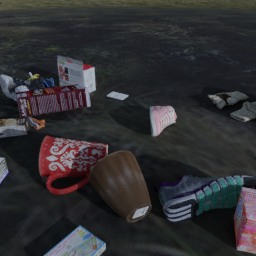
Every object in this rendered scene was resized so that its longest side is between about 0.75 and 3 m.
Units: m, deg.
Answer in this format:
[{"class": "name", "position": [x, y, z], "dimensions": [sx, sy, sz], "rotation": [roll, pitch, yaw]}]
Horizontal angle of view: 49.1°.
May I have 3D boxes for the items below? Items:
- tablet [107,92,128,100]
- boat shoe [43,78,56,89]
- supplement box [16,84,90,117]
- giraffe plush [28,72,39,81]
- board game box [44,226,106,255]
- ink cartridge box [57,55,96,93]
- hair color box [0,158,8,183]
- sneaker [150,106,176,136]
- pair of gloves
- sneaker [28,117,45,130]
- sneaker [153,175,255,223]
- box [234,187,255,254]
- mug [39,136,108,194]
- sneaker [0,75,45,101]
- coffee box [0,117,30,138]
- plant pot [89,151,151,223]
[{"class": "tablet", "position": [-0.508, -1.577, 13.637], "dimensions": [0.921, 0.063, 0.599], "rotation": [16, 34, 27]}, {"class": "boat shoe", "position": [-4.050, -2.298, 14.269], "dimensions": [0.575, 0.705, 1.675], "rotation": [-18, 37, -24]}, {"class": "supplement box", "position": [-3.192, -1.219, 11.927], "dimensions": [2.844, 0.866, 1.548], "rotation": [-12, 19, -20]}, {"class": "giraffe plush", "position": [-4.811, -2.309, 14.331], "dimensions": [0.848, 0.982, 0.796], "rotation": [-12, 3, -13]}, {"class": "board game box", "position": [-1.184, 2.718, 5.973], "dimensions": [0.821, 0.209, 1.221], "rotation": [22, 37, 33]}, {"class": "ink cartridge box", "position": [-2.607, -2.780, 14.114], "dimensions": [1.904, 1.672, 0.799], "rotation": [21, 36, 31]}, {"class": "hair color box", "position": [-4.589, 1.320, 8.041], "dimensions": [1.857, 0.602, 1.015], "rotation": [1, 29, 5]}, {"class": "sneaker", "position": [1.363, -0.347, 10.772], "dimensions": [1.043, 0.751, 1.995], "rotation": [-2, 25, 7]}, {"class": "pair of gloves", "position": [5.002, -1.086, 12.416], "dimensions": [2.079, 0.429, 2.444], "rotation": [-13, 33, -22]}, {"class": "sneaker", "position": [-3.583, -0.222, 11.071], "dimensions": [0.854, 0.331, 0.478], "rotation": [35, 40, 30]}, {"class": "sneaker", "position": [2.028, 1.492, 7.296], "dimensions": [2.677, 0.996, 1.172], "rotation": [-10, 33, -16]}, {"class": "box", "position": [3.507, 2.150, 6.109], "dimensions": [2.081, 1.068, 0.985], "rotation": [8, 31, 12]}, {"class": "mug", "position": [-1.552, 1.093, 8.226], "dimensions": [1.815, 1.611, 1.211], "rotation": [4, -6, -1]}, {"class": "sneaker", "position": [-4.958, -1.982, 13.462], "dimensions": [2.693, 1.016, 1.532], "rotation": [30, 40, 32]}, {"class": "coffee box", "position": [-4.355, -0.028, 10.512], "dimensions": [1.151, 0.459, 0.658], "rotation": [-7, 32, -10]}, {"class": "plant pot", "position": [-0.065, 1.568, 7.072], "dimensions": [1.370, 1.370, 1.466], "rotation": [-16, 48, -26]}]
